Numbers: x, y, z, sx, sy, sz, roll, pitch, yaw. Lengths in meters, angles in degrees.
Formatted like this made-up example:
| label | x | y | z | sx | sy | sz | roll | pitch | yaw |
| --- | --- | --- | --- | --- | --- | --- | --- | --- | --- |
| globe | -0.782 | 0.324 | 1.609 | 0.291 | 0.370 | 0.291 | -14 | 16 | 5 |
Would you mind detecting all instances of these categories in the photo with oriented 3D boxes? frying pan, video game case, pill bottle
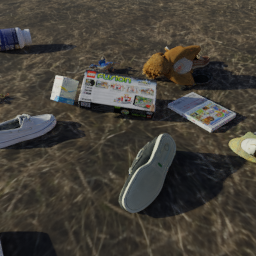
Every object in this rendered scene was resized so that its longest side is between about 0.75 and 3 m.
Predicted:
| label | x | y | z | sx | sy | sz | roll | pitch | yaw |
| --- | --- | --- | --- | --- | --- | --- | --- | --- | --- |
| frying pan | 3.381 | -2.213 | 13.475 | 1.143 | 0.307 | 1.889 | 15 | 52 | 26 |
| video game case | 3.017 | -0.722 | 11.591 | 1.627 | 0.205 | 2.272 | -26 | 44 | -31 |
| pill bottle | -7.013 | -5.385 | 16.916 | 2.180 | 1.210 | 1.210 | -13 | 39 | -16 |

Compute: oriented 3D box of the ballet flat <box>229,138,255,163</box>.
| label | x | y | z | sx | sy | sz | roll | pitch | yaw |
| --- | --- | --- | --- | --- | --- | --- | --- | --- | --- |
| ballet flat | 4.358 | 0.808 | 9.007 | 0.826 | 0.826 | 2.337 | -27 | 46 | -31 |

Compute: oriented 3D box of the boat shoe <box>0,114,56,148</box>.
| label | x | y | z | sx | sy | sz | roll | pitch | yaw |
| --- | --- | --- | --- | --- | --- | --- | --- | --- | --- |
| boat shoe | -3.806 | -0.068 | 10.216 | 2.481 | 0.811 | 0.913 | -27 | 45 | -31 |

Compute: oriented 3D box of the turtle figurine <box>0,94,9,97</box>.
| label | x | y | z | sx | sy | sz | roll | pitch | yaw |
| --- | --- | --- | --- | --- | --- | --- | --- | --- | --- |
| turtle figurine | -5.830 | -1.380 | 12.377 | 0.932 | 0.300 | 0.751 | -1 | 37 | -2 |

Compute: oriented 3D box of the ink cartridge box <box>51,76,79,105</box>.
| label | x | y | z | sx | sy | sz | roll | pitch | yaw |
| --- | --- | --- | --- | --- | --- | --- | --- | --- | --- |
| ink cartridge box | -2.640 | -1.586 | 11.695 | 0.751 | 1.038 | 0.764 | 10 | 7 | -40 |

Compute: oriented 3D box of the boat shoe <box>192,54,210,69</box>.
| label | x | y | z | sx | sy | sz | roll | pitch | yaw |
| --- | --- | --- | --- | --- | --- | --- | --- | --- | --- |
| boat shoe | 3.767 | -3.652 | 15.091 | 1.791 | 0.643 | 0.678 | -25 | 44 | -29 |

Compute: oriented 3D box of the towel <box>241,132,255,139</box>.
| label | x | y | z | sx | sy | sz | roll | pitch | yaw |
| --- | --- | --- | --- | --- | --- | --- | --- | --- | --- |
| towel | 4.336 | 0.541 | 9.824 | 0.657 | 0.162 | 0.885 | -31 | 43 | -5 |

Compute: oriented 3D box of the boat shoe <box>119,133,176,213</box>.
| label | x | y | z | sx | sy | sz | roll | pitch | yaw |
| --- | --- | --- | --- | --- | --- | --- | --- | --- | --- |
| boat shoe | 0.515 | 1.353 | 8.466 | 0.974 | 1.035 | 2.882 | -18 | 27 | 44 |

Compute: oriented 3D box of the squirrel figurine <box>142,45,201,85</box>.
| label | x | y | z | sx | sy | sz | roll | pitch | yaw |
| --- | --- | --- | --- | --- | --- | --- | --- | --- | --- |
| squirrel figurine | 1.963 | -3.236 | 13.638 | 2.561 | 1.812 | 2.390 | -5 | 27 | -6 |

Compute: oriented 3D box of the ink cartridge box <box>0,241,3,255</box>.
| label | x | y | z | sx | sy | sz | roll | pitch | yaw |
| --- | --- | --- | --- | --- | --- | --- | --- | --- | --- |
| ink cartridge box | -3.810 | 3.443 | 5.794 | 2.455 | 0.533 | 2.432 | -17 | 40 | -24 |

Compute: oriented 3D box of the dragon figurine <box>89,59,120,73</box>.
| label | x | y | z | sx | sy | sz | roll | pitch | yaw |
| --- | --- | --- | --- | --- | --- | --- | --- | --- | --- |
| dragon figurine | -1.215 | -3.267 | 14.675 | 0.906 | 0.536 | 1.822 | 25 | 45 | 29 |

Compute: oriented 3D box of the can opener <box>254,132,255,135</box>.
| label | x | y | z | sx | sy | sz | roll | pitch | yaw |
| --- | --- | --- | --- | --- | --- | --- | --- | --- | --- |
| can opener | 5.562 | 0.095 | 10.112 | 2.034 | 0.680 | 0.543 | -8 | 38 | -11 |

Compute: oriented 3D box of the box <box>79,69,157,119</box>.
| label | x | y | z | sx | sy | sz | roll | pitch | yaw |
| --- | --- | --- | --- | --- | --- | --- | --- | --- | --- |
| box | -0.363 | -1.392 | 11.343 | 2.992 | 0.519 | 1.646 | 9 | 59 | -3 |
